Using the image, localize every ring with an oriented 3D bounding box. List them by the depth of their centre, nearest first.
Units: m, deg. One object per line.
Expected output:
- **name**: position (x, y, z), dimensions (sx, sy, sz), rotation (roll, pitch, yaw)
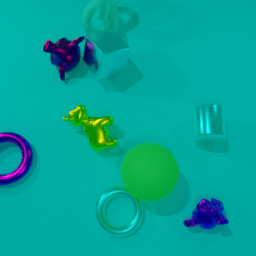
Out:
- **ring**: position (-0.219, 2.040, 6.907), dimensions (1.207, 0.241, 1.207), rotation (0, 70, 0)
- **ring**: position (-3.199, 0.777, 7.287), dimensions (1.416, 0.283, 1.416), rotation (2, 72, -5)

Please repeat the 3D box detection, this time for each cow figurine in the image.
- **cow figurine**: position (-0.996, 0.020, 7.370), dimensions (1.310, 0.731, 1.332), rotation (-9, 86, -2)

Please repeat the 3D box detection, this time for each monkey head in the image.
- **monkey head**: position (1.936, 2.106, 6.522), dimensions (1.198, 0.722, 0.862), rotation (1, 25, -18)
- **monkey head**: position (-1.849, -2.108, 7.979), dimensions (0.872, 1.041, 1.447), rotation (31, 100, 12)

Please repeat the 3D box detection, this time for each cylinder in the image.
- **cylinder**: position (2.125, -0.095, 7.364), dimensions (0.842, 0.842, 0.842), rotation (2, 70, 1)

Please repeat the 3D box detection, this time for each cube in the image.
- **cube**: position (-0.617, -2.064, 7.830), dimensions (0.911, 0.911, 0.911), rotation (-21, 61, -29)

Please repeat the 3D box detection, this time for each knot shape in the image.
- **knot shape**: position (-0.626, -3.705, 8.392), dimensions (0.838, 1.813, 1.697), rotation (25, 50, 17)

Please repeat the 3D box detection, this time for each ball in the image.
- **ball**: position (0.501, 1.013, 6.506), dimensions (1.341, 1.341, 1.341), rotation (0, 70, 0)
